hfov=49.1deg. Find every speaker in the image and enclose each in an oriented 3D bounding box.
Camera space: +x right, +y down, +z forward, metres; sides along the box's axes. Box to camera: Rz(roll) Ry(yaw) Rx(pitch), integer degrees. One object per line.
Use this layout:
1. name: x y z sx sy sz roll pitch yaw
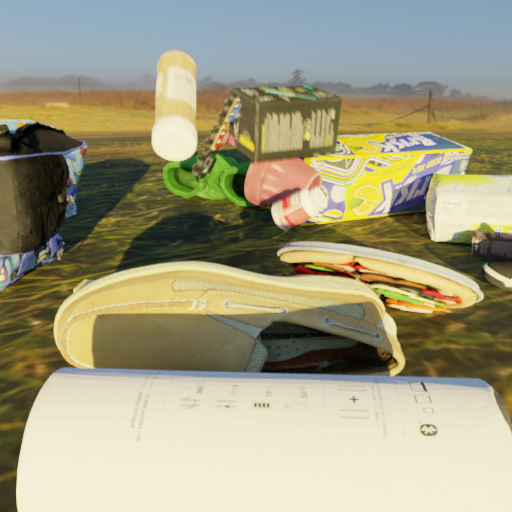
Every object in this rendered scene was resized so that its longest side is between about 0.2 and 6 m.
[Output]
1. speaker: 0.044 1.194 3.283 2.591 1.052 1.052 1 16 3

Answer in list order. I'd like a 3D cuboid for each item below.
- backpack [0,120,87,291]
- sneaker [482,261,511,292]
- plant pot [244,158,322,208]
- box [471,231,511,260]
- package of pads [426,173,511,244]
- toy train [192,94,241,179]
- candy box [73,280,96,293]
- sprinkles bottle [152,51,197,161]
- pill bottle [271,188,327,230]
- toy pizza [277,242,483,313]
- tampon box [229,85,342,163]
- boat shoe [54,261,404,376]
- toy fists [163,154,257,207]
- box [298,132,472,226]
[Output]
1. backpack: -4.276 -0.991 8.736 3.109 2.291 3.406 1 17 4
2. sneaker: 4.146 0.093 7.629 1.976 0.818 0.709 5 16 17
3. plant pot: 0.548 -1.358 10.327 1.096 1.225 1.225 26 25 19
4. box: 4.160 -0.164 9.403 1.017 0.381 0.509 4 16 20
5. package of pads: 4.574 -0.999 11.137 2.318 1.023 3.000 4 16 15
6. toy train: -0.571 -1.821 8.578 0.320 1.395 0.238 26 -1 -7
7. candy box: -1.231 0.642 5.859 1.240 0.723 0.350 1 16 3
8. sprinkles bottle: -0.904 -1.710 6.306 0.475 0.475 1.391 -1 53 -4
9. pill bottle: 0.645 -0.710 8.307 0.761 0.427 0.427 -24 3 30
10. toy pizza: 1.361 0.336 6.475 2.347 0.372 2.347 14 -9 2
11. tampon box: 0.457 -2.266 9.481 1.549 0.978 1.161 -10 30 -22
12. boat shoe: -0.188 0.743 5.021 3.167 1.135 1.206 -3 28 -11
13. toy fists: -0.669 -1.949 14.430 3.370 1.159 1.718 11 26 30
14. box: 2.650 -1.842 12.758 4.509 1.580 1.450 -9 31 -27
